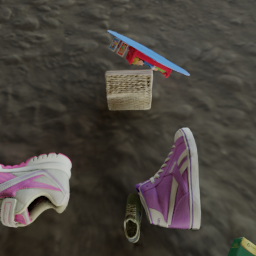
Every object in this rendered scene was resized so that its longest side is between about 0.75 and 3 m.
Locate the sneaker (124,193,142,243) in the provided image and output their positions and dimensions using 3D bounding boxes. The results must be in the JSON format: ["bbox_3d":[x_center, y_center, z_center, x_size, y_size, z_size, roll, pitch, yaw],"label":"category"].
[{"bbox_3d":[0.103,1.866,5.876,0.342,0.458,1.021,-2,70,10],"label":"sneaker"}]

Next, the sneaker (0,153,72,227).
[{"bbox_3d":[-2.528,1.454,5.879,2.841,1.156,1.253,-13,54,-12],"label":"sneaker"}]

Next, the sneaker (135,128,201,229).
[{"bbox_3d":[0.872,1.001,6.375,1.385,0.880,2.429,1,53,7],"label":"sneaker"}]

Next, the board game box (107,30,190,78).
[{"bbox_3d":[0.521,-1.956,8.115,2.642,0.514,2.088,38,21,24],"label":"board game box"}]

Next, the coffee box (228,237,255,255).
[{"bbox_3d":[2.196,3.034,5.198,1.020,0.365,1.659,35,61,7],"label":"coffee box"}]

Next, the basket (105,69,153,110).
[{"bbox_3d":[0.039,-1.037,7.813,1.328,0.900,0.819,-2,63,0],"label":"basket"}]
